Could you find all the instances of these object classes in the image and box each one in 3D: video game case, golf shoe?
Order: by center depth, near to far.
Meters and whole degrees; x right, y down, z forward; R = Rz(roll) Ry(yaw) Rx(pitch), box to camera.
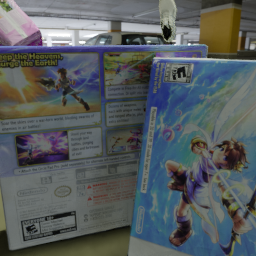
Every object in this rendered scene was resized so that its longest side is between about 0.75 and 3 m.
[{"bbox_3d":[1.193,0.515,2.928,2.177,2.402,0.546,7,2,23],"label":"video game case"},{"bbox_3d":[-0.314,0.159,3.897,2.788,2.527,0.634,-6,17,-18],"label":"video game case"},{"bbox_3d":[1.132,-3.109,7.979,0.511,1.305,0.635,-5,24,20],"label":"golf shoe"}]

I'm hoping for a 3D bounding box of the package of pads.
[{"bbox_3d":[-3.757,-3.078,8.118,1.098,2.902,1.748,-42,-4,-21],"label":"package of pads"}]
